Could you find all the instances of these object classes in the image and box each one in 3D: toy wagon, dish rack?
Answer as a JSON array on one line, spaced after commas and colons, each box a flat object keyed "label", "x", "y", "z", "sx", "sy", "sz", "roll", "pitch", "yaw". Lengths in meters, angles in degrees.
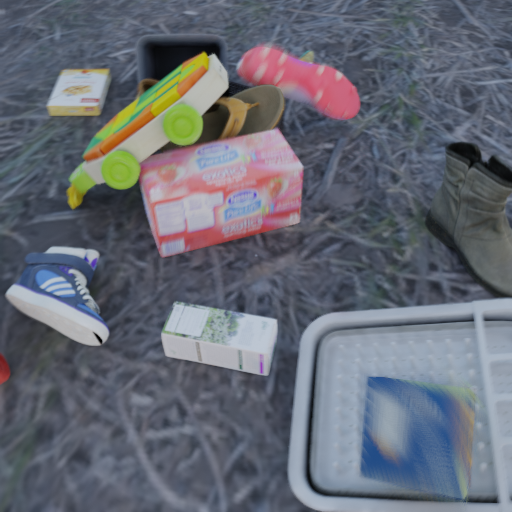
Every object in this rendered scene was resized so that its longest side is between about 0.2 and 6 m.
[{"label": "toy wagon", "x": -2.310, "y": -2.374, "z": 10.925, "sx": 4.081, "sy": 0.807, "sz": 3.166, "roll": -32, "pitch": 27, "yaw": 14}, {"label": "dish rack", "x": 2.311, "y": 2.102, "z": 7.722, "sx": 3.544, "sy": 0.771, "sz": 3.041, "roll": -6, "pitch": 48, "yaw": 18}]

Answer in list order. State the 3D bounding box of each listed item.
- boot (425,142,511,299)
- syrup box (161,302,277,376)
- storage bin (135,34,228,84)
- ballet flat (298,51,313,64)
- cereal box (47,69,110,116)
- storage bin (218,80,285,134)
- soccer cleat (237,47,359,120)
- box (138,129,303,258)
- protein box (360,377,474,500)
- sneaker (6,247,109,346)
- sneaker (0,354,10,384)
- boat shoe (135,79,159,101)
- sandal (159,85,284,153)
[{"label": "boot", "x": 4.233, "y": -0.610, "z": 9.963, "sx": 1.009, "sy": 1.947, "sz": 2.980, "roll": -24, "pitch": 52, "yaw": -21}, {"label": "syrup box", "x": -0.572, "y": 1.328, "z": 9.019, "sx": 1.734, "sy": 0.706, "sz": 0.683, "roll": 10, "pitch": 48, "yaw": 9}, {"label": "storage bin", "x": -1.799, "y": -4.777, "z": 14.299, "sx": 2.202, "sy": 1.603, "sz": 1.479, "roll": -1, "pitch": 19, "yaw": 0}, {"label": "ballet flat", "x": 1.127, "y": -4.850, "z": 14.890, "sx": 0.628, "sy": 0.628, "sz": 1.776, "roll": 27, "pitch": 52, "yaw": 23}, {"label": "cereal box", "x": -4.513, "y": -4.210, "z": 14.381, "sx": 1.250, "sy": 0.343, "sz": 1.737, "roll": -1, "pitch": 47, "yaw": -1}, {"label": "storage bin", "x": -0.352, "y": -3.326, "z": 13.231, "sx": 1.829, "sy": 0.857, "sz": 1.236, "roll": 21, "pitch": 51, "yaw": 19}, {"label": "soccer cleat", "x": 1.007, "y": -3.929, "z": 12.818, "sx": 3.016, "sy": 1.006, "sz": 1.153, "roll": 14, "pitch": 4, "yaw": -26}, {"label": "box", "x": -0.691, "y": -1.256, "z": 10.882, "sx": 2.911, "sy": 1.494, "sz": 1.378, "roll": -15, "pitch": 49, "yaw": -13}, {"label": "protein box", "x": 1.909, "y": 2.069, "z": 6.579, "sx": 1.141, "sy": 0.775, "sz": 1.149, "roll": 2, "pitch": 80, "yaw": 26}, {"label": "sneaker", "x": -3.063, "y": 0.501, "z": 9.667, "sx": 2.150, "sy": 0.866, "sz": 1.574, "roll": 19, "pitch": 54, "yaw": 23}, {"label": "sneaker", "x": -5.131, "y": 1.639, "z": 8.777, "sx": 2.616, "sy": 1.025, "sz": 1.511, "roll": 29, "pitch": 67, "yaw": 30}, {"label": "boat shoe", "x": -1.622, "y": -2.953, "z": 12.590, "sx": 3.391, "sy": 1.252, "sz": 1.283, "roll": 33, "pitch": 54, "yaw": 27}, {"label": "sandal", "x": -0.762, "y": -2.805, "z": 11.590, "sx": 2.849, "sy": 0.769, "sz": 1.144, "roll": -16, "pitch": 82, "yaw": 1}]
